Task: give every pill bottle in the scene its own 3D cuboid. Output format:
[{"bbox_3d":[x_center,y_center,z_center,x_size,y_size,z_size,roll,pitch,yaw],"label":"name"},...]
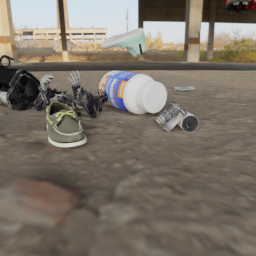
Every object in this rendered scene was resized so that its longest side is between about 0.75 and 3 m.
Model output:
[{"bbox_3d":[0.155,-1.256,9.957,1.394,1.394,2.487,-11,20,-34],"label":"pill bottle"}]

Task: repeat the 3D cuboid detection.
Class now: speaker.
[{"bbox_3d":[1.612,-0.272,8.171,0.502,0.502,1.236,-2,16,-6],"label":"speaker"}]

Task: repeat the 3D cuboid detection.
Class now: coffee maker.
[{"bbox_3d":[-4.484,-1.784,10.657,2.126,2.042,1.432,13,4,33],"label":"coffee maker"}]

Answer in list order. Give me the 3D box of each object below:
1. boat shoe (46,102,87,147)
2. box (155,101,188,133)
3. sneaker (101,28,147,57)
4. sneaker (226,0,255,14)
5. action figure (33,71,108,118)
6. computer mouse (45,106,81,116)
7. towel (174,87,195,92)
[{"bbox_3d":[-1.683,-0.136,7.259,0.870,0.727,2.433,-7,18,-23],"label":"boat shoe"},{"bbox_3d":[1.216,-0.334,7.997,0.235,0.772,0.974,42,6,-16],"label":"box"},{"bbox_3d":[-0.113,-2.998,10.482,1.678,0.990,0.618,-13,39,10],"label":"sneaker"},{"bbox_3d":[3.306,-3.256,6.776,1.772,0.866,0.626,4,-10,8],"label":"sneaker"},{"bbox_3d":[-2.182,-1.229,9.770,2.944,1.502,1.750,12,28,29],"label":"action figure"},{"bbox_3d":[-2.183,-0.449,9.218,1.221,0.281,0.857,10,11,-6],"label":"computer mouse"},{"bbox_3d":[3.033,-2.121,15.100,1.064,0.191,1.105,2,17,5],"label":"towel"}]
